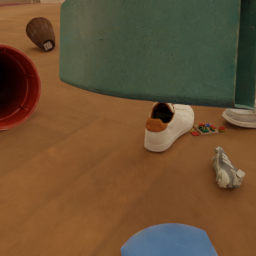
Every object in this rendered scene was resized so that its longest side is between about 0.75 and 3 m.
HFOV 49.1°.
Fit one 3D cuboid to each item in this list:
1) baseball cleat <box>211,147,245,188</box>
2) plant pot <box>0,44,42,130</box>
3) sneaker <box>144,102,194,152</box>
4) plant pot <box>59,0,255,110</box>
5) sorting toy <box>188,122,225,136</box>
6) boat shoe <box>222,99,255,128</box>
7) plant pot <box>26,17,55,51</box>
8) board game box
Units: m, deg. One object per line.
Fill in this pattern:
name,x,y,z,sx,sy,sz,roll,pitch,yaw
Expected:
baseball cleat,2.007,0.807,5.618,0.576,0.377,1.082,10,39,5
plant pot,-3.859,-1.191,7.664,2.089,2.148,2.148,16,31,42
sneaker,1.121,-0.333,6.991,0.833,0.969,2.288,9,29,26
plant pot,0.364,-1.178,3.864,2.498,1.764,1.765,4,4,30
sorting toy,1.993,-0.017,7.256,0.970,0.164,0.468,-8,29,-13
boat shoe,3.716,-0.581,7.624,2.461,0.789,0.907,-7,29,-13
plant pot,-4.480,-4.810,14.886,1.466,1.466,1.568,-16,55,-26
board game box,0.585,1.920,3.603,1.257,0.310,1.591,-8,24,-5
